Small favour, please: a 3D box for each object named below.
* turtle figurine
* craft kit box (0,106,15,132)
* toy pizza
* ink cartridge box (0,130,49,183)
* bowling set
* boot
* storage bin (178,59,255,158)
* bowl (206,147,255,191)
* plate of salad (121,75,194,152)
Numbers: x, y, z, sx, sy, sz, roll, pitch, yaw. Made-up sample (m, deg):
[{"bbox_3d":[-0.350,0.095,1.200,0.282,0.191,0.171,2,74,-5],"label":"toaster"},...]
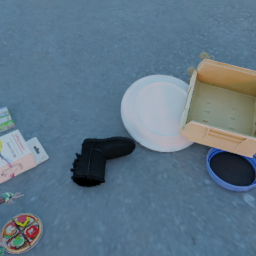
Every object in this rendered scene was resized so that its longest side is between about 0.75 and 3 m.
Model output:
[{"bbox_3d":[-3.125,2.152,6.295,1.132,2.249,1.683,16,38,-14],"label":"turtle figurine"},{"bbox_3d":[-4.730,-0.241,10.044,1.054,0.256,1.041,-23,48,-20],"label":"craft kit box"},{"bbox_3d":[-2.769,2.682,7.257,1.093,0.173,1.093,0,46,0],"label":"toy pizza"},{"bbox_3d":[-3.695,0.856,8.648,2.102,0.709,1.224,-27,52,-24],"label":"ink cartridge box"},{"bbox_3d":[2.931,-1.893,11.022,1.351,1.942,1.042,6,43,-47],"label":"bowling set"},{"bbox_3d":[-0.756,1.015,8.507,1.886,0.698,1.546,-1,43,9],"label":"boot"},{"bbox_3d":[3.123,-0.678,8.901,2.491,1.176,2.509,16,62,5],"label":"storage bin"},{"bbox_3d":[3.214,1.187,8.552,1.669,0.328,1.669,2,45,-2],"label":"bowl"},{"bbox_3d":[1.215,-0.530,9.799,2.964,0.712,2.964,2,66,-5],"label":"plate of salad"}]
